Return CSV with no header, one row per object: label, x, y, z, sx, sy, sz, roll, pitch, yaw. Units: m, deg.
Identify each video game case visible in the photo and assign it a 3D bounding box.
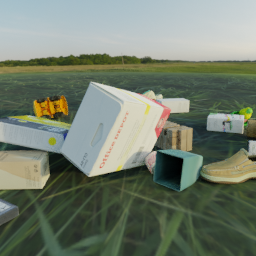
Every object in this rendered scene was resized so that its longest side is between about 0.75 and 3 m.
video game case,-3.371,1.648,4.563,1.744,0.232,2.441,9,18,32

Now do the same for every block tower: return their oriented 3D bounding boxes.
block tower,0.929,0.100,9.489,0.731,0.783,2.708,-9,16,-33

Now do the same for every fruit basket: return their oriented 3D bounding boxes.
fruit basket,4.764,-0.452,11.616,1.018,0.734,1.018,-7,1,0

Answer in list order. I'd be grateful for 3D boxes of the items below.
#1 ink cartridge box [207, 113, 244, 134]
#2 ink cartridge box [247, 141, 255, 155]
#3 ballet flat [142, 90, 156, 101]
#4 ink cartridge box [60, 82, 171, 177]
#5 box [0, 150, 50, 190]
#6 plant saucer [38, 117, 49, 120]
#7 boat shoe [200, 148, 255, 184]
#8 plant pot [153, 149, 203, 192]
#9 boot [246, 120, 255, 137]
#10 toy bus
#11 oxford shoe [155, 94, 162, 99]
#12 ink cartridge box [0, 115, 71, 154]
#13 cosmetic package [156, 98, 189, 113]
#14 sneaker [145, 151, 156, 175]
ink cartridge box,3.849,-0.204,11.029,1.334,0.560,0.966,6,16,21
ink cartridge box,3.820,0.716,7.174,1.439,0.681,0.267,3,5,14
ballet flat,0.512,-1.230,14.433,2.360,0.736,0.796,-29,-9,-22
ink cartridge box,-0.174,0.029,6.499,0.986,1.716,2.364,33,15,27
box,-2.743,0.940,6.367,1.723,0.670,0.818,-1,14,-4
plant saucer,-4.055,-0.070,10.900,2.482,0.386,2.482,0,15,0
boat shoe,2.653,0.834,6.639,1.947,0.741,0.698,-4,17,-12
plant pot,1.237,0.901,6.525,0.749,0.748,1.060,14,13,42
boot,4.872,-0.025,9.195,1.831,1.604,0.606,11,61,31
toy bus,-3.823,-0.921,13.214,1.514,1.027,1.453,-15,7,-37
oxford shoe,0.909,-1.354,15.571,2.124,0.613,0.799,-12,17,15
ink cartridge box,-2.031,0.174,7.693,2.623,0.616,2.592,10,3,2
cosmetic package,2.302,-1.177,14.594,1.562,0.663,0.840,-4,16,-14
sneaker,1.028,0.809,7.253,1.285,0.484,0.672,-10,22,-21
